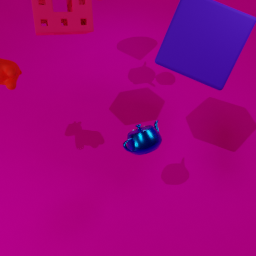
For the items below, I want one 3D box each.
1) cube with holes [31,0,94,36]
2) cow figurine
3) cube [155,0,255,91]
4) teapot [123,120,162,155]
[{"bbox_3d":[-1.367,-2.486,5.668,1.095,1.095,1.095,-7,17,-16],"label":"cube with holes"},{"bbox_3d":[-2.692,-1.227,5.538,1.136,0.624,1.118,5,35,-20],"label":"cow figurine"},{"bbox_3d":[1.459,-1.686,5.660,1.375,1.375,1.375,24,14,3],"label":"cube"},{"bbox_3d":[0.311,0.175,5.489,0.708,0.557,1.139,-10,13,47],"label":"teapot"}]
